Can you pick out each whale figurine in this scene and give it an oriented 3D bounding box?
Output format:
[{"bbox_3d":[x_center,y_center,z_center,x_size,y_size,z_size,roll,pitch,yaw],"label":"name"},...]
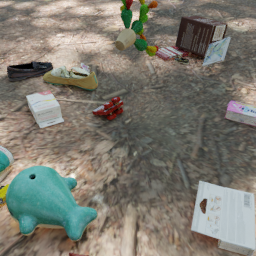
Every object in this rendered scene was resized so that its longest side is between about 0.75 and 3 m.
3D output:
[{"bbox_3d":[-1.967,1.808,7.058,2.414,1.253,1.921,22,43,26],"label":"whale figurine"}]

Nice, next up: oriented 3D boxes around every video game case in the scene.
[{"bbox_3d":[2.391,-2.049,7.603,0.686,0.083,0.752,-6,58,58],"label":"video game case"}]

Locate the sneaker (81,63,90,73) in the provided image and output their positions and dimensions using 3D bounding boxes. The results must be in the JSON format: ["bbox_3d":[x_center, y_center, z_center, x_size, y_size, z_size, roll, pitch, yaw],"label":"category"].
[{"bbox_3d":[-2.088,-2.895,13.762,0.386,0.356,0.875,-12,48,-17],"label":"sneaker"}]

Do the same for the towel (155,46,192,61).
[{"bbox_3d":[2.429,-4.191,15.495,1.844,0.210,1.328,-17,39,-23],"label":"towel"}]

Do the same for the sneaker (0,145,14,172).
[{"bbox_3d":[-4.769,0.957,8.481,2.202,0.921,1.330,16,32,17],"label":"sneaker"}]

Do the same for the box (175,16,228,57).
[{"bbox_3d":[3.942,-4.987,15.132,1.994,1.637,1.654,32,38,33],"label":"box"}]

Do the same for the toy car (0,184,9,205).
[{"bbox_3d":[-3.762,2.233,7.265,1.588,0.354,1.494,-11,40,-13],"label":"toy car"}]

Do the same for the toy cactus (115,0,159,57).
[{"bbox_3d":[0.309,-3.339,9.672,1.256,2.457,2.027,9,49,34],"label":"toy cactus"}]

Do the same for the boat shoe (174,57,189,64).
[{"bbox_3d":[2.813,-3.569,14.655,0.826,0.249,0.294,25,45,28],"label":"boat shoe"}]

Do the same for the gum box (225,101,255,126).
[{"bbox_3d":[4.398,-0.579,10.741,1.265,0.418,0.718,18,43,21],"label":"gum box"}]

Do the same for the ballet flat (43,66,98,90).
[{"bbox_3d":[-2.643,-2.413,12.697,2.772,0.874,0.951,11,40,14],"label":"ballet flat"}]

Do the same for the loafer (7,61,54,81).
[{"bbox_3d":[-4.646,-2.860,13.397,2.212,0.697,0.795,-23,44,-26],"label":"loafer"}]

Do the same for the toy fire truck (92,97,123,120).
[{"bbox_3d":[-0.752,-0.804,10.968,0.916,0.612,1.091,8,34,40],"label":"toy fire truck"}]

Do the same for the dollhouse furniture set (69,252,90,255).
[{"bbox_3d":[-0.602,3.194,5.837,1.499,0.610,0.807,4,39,5],"label":"dollhouse furniture set"}]

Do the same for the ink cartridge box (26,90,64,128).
[{"bbox_3d":[-3.209,-0.759,10.856,0.982,0.569,1.686,-19,42,-23],"label":"ink cartridge box"}]

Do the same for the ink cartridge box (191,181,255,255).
[{"bbox_3d":[2.454,2.246,7.218,1.485,0.377,1.686,12,40,14],"label":"ink cartridge box"}]
